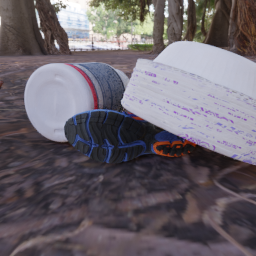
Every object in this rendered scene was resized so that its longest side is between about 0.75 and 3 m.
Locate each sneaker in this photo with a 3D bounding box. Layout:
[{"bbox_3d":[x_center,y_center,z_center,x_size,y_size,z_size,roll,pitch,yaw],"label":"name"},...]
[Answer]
[{"bbox_3d":[0.057,0.125,5.482,2.594,0.977,1.017,5,7,-18],"label":"sneaker"}]

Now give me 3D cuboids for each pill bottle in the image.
[{"bbox_3d":[-0.959,-0.777,6.853,1.644,1.644,2.749,7,16,22],"label":"pill bottle"}]

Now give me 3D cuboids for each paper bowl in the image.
[{"bbox_3d":[1.366,-0.537,4.967,2.741,1.425,2.741,21,8,-3],"label":"paper bowl"}]

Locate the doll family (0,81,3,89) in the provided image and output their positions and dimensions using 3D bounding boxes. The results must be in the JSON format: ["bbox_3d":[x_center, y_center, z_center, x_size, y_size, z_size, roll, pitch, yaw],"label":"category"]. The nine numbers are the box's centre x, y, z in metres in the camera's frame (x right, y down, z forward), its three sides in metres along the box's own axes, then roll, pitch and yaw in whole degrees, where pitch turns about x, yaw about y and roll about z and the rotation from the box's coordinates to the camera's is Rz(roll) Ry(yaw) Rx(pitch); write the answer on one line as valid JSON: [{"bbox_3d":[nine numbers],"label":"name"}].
[{"bbox_3d":[-3.581,-0.515,6.230,1.916,1.107,0.752,-33,61,-25],"label":"doll family"}]
